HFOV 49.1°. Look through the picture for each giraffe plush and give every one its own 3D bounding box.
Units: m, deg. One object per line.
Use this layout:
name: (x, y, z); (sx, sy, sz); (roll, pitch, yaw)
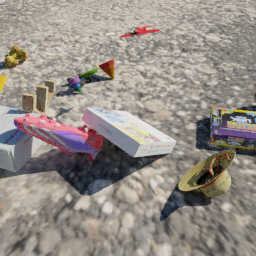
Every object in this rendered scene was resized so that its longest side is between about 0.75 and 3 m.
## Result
giraffe plush: (-5.212, -3.205, 12.761); (1.065, 0.919, 0.863); (15, 63, 3)

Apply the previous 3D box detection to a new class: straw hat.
straw hat: (2.218, 1.351, 7.231); (1.714, 1.714, 0.725); (-40, 96, -37)

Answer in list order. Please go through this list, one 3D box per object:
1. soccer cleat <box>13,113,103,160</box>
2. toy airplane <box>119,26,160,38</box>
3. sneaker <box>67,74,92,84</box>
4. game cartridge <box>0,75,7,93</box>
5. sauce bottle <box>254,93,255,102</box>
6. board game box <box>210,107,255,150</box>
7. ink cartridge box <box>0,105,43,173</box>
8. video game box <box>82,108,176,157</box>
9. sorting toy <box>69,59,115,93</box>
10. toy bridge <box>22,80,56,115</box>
soccer cleat: (-1.949, 0.260, 7.883); (2.507, 0.958, 0.836); (12, 14, -17)
toy airplane: (0.424, -3.118, 8.967); (1.390, 0.256, 1.390); (-9, 19, 3)
sneaker: (-2.037, -2.052, 11.682); (1.011, 0.336, 0.457); (-6, 37, -13)
game cartridge: (-5.671, -1.757, 11.401); (1.174, 0.216, 1.332); (-3, 41, -4)
sauce bottle: (5.068, -0.283, 9.078); (0.970, 0.970, 2.997); (-1, 40, -2)
board game box: (3.585, -0.006, 9.086); (1.755, 0.498, 1.450); (7, 39, 9)
ink cartridge box: (-3.904, 0.214, 8.450); (2.310, 0.956, 1.683); (13, 42, 15)
video game box: (0.054, 0.092, 8.272); (2.172, 0.508, 1.979); (33, 16, 33)
sorting toy: (-1.321, -2.063, 11.463); (2.265, 0.780, 0.785); (-36, 20, -30)
toy bridge: (-3.029, -0.985, 9.781); (0.390, 0.964, 2.866); (8, 18, -3)
